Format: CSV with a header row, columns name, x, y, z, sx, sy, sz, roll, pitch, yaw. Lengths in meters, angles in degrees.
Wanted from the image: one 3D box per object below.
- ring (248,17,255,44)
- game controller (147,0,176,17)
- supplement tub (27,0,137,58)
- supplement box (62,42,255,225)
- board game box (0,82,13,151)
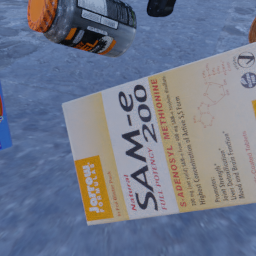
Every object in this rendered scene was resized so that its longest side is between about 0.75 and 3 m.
name,x,y,z,sx,sy,sz,roll,pitch,yaw
ring,4.267,-2.885,7.046,2.544,2.544,0.244,-9,62,-12
game controller,1.187,-4.102,7.445,0.488,2.320,1.210,32,35,16
supplement tub,-1.149,-2.809,7.242,2.523,1.546,1.546,3,27,-39
supplement box,0.627,0.153,3.492,2.576,1.623,0.947,-15,-5,19
board game box,-2.408,-0.979,3.974,0.524,1.772,2.330,-22,49,-32
